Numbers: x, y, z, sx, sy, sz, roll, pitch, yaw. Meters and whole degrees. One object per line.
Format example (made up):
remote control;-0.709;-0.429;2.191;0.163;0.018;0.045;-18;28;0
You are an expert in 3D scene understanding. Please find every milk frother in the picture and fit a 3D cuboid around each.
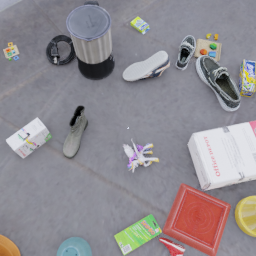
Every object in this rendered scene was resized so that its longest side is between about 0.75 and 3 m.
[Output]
milk frother;-2.165;-3.638;11.736;2.894;2.722;2.612;-17;67;-7

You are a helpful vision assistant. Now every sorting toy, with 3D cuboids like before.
sorting toy;3.807;-3.897;13.211;1.169;0.210;1.569;12;67;5
sorting toy;-5.482;-3.600;13.117;0.630;0.152;1.118;-23;68;-10

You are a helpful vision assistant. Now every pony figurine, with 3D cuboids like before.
pony figurine;0.426;1.013;10.800;1.241;1.033;1.198;-15;76;-22

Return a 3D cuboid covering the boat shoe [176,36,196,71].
boat shoe;2.658;-3.583;12.828;0.718;0.664;1.944;24;69;10

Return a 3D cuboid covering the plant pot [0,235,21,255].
plant pot;-4.433;4.308;9.124;1.451;1.451;1.015;37;89;15

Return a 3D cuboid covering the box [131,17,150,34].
box;0.608;-5.019;13.703;0.868;0.207;0.529;42;74;17

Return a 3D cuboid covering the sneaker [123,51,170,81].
sneaker;0.861;-2.530;12.358;2.140;0.850;0.839;-22;60;17

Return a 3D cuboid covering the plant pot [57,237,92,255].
plant pot;-1.854;4.273;9.372;1.202;0.810;1.202;0;66;0

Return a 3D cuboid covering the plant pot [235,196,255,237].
plant pot;4.593;2.991;9.655;1.391;1.308;1.391;0;67;-1

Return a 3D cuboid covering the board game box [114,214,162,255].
board game box;0.363;3.758;9.916;1.539;0.231;0.735;-28;69;-9

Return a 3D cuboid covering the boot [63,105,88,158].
boot;-2.138;0.125;10.909;0.650;1.254;1.920;16;68;7

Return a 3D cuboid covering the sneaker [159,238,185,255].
sneaker;1.446;4.193;9.633;0.939;0.368;0.542;18;85;25

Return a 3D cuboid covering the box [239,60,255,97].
box;5.244;-2.191;12.311;0.562;0.515;1.603;10;68;5

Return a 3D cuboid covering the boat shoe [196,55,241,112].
boat shoe;3.975;-2.126;11.994;1.056;1.039;2.930;-25;69;-10

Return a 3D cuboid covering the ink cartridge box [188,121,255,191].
ink cartridge box;3.911;1.034;10.552;2.788;1.182;2.031;-10;66;-7

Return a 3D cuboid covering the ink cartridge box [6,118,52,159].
ink cartridge box;-3.810;0.412;10.901;1.438;1.041;0.604;-39;72;-15

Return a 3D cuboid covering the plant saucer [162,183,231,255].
plant saucer;2.527;3.236;10.064;2.002;0.367;1.998;24;69;9
